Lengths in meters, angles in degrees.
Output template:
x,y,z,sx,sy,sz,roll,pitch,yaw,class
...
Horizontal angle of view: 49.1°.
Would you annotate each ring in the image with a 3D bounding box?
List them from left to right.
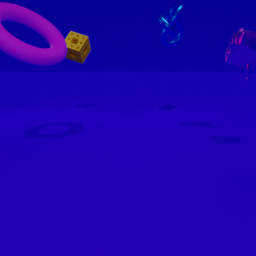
x,y,z,sx,sy,sz,roll,pitch,yaw,class
-2.236,-2.071,6.198,1.889,0.378,1.889,27,36,-21,ring

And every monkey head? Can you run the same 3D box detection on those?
x,y,z,sx,sy,sz,roll,pitch,yaw,class
2.242,-1.484,5.220,0.696,1.156,0.831,19,6,8,monkey head

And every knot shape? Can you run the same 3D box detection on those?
x,y,z,sx,sy,sz,roll,pitch,yaw,class
1.576,-3.579,10.034,0.712,1.442,1.541,12,52,24,knot shape

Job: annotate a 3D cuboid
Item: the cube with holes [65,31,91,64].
x,y,z,sx,sy,sz,roll,pitch,yaw,class
-2.014,-3.162,11.015,0.767,0.767,0.767,21,-22,10,cube with holes
